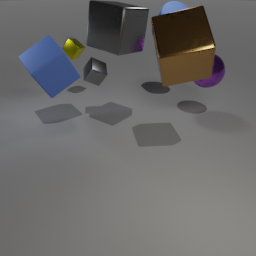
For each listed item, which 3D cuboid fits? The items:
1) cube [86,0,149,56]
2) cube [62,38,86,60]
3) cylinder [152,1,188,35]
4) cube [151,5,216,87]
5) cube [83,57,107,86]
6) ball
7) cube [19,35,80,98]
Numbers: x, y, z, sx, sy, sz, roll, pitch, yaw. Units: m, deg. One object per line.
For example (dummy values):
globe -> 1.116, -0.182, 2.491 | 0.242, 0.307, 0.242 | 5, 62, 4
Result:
cube -> -0.344, -3.280, 9.121 | 1.400, 1.400, 1.400 | 25, 31, 28
cube -> -2.568, -3.721, 13.181 | 0.700, 0.700, 0.700 | 41, 25, 0
cylinder -> 1.916, -4.597, 12.435 | 1.400, 1.400, 1.400 | -8, -10, -14
cube -> 1.479, -2.180, 7.656 | 1.400, 1.400, 1.400 | -10, 66, 7
cube -> -1.307, -2.236, 11.119 | 0.700, 0.700, 0.700 | 17, 49, -31
ball -> 3.248, -2.350, 11.466 | 1.400, 1.400, 1.400 | 0, 28, 0
cube -> -2.910, -2.286, 10.481 | 1.400, 1.400, 1.400 | -38, 54, -5
